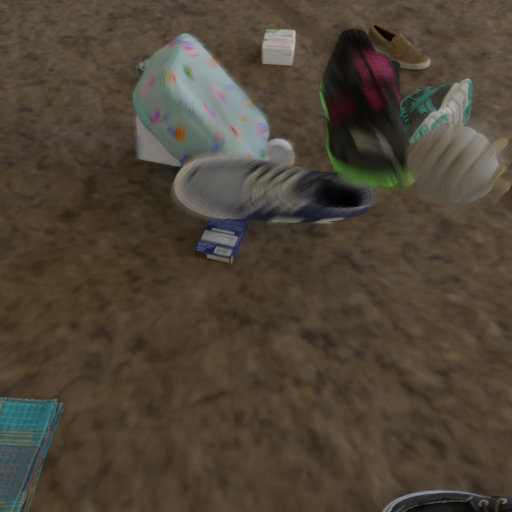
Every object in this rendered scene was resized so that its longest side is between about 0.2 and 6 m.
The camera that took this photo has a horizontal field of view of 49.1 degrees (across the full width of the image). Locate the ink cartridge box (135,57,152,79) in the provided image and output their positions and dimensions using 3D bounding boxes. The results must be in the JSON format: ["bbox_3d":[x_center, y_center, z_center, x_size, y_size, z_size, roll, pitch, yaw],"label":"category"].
[{"bbox_3d":[-2.020,-4.466,13.103,0.767,0.354,1.408,34,56,28],"label":"ink cartridge box"}]

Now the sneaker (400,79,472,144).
[{"bbox_3d":[3.284,-2.636,11.122,1.259,1.071,2.760,14,42,34],"label":"sneaker"}]

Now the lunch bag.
[{"bbox_3d":[-0.852,-2.390,9.682,0.974,2.528,2.027,-23,41,30],"label":"lunch bag"}]

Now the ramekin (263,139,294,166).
[{"bbox_3d":[0.400,-1.898,10.532,0.609,0.609,0.297,0,38,0],"label":"ramekin"}]

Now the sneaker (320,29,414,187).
[{"bbox_3d":[1.611,-2.270,8.419,1.230,1.342,3.205,-8,52,-7],"label":"sneaker"}]

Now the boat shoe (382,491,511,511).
[{"bbox_3d":[2.666,2.906,5.767,2.702,0.895,0.945,9,47,8],"label":"boat shoe"}]

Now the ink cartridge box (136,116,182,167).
[{"bbox_3d":[-1.626,-2.487,10.754,0.875,0.898,1.397,11,38,6],"label":"ink cartridge box"}]

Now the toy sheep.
[{"bbox_3d":[2.457,-1.115,6.833,1.021,1.021,1.481,-25,33,-22],"label":"toy sheep"}]

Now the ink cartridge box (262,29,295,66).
[{"bbox_3d":[0.547,-5.082,13.637,0.746,0.431,1.026,5,47,4],"label":"ink cartridge box"}]

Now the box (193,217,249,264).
[{"bbox_3d":[-0.546,-0.350,9.342,0.653,0.175,1.078,13,49,12],"label":"box"}]

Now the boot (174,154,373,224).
[{"bbox_3d":[0.284,-1.056,8.592,2.897,1.309,1.054,2,90,-19],"label":"boot"}]

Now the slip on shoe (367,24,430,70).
[{"bbox_3d":[3.417,-5.067,13.542,0.687,0.548,1.808,-29,53,-25],"label":"slip on shoe"}]

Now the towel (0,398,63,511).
[{"bbox_3d":[-3.579,2.378,6.736,2.096,0.227,1.537,2,46,3],"label":"towel"}]
